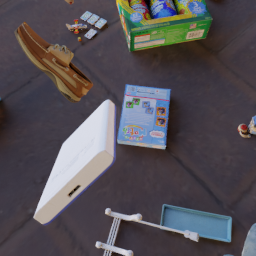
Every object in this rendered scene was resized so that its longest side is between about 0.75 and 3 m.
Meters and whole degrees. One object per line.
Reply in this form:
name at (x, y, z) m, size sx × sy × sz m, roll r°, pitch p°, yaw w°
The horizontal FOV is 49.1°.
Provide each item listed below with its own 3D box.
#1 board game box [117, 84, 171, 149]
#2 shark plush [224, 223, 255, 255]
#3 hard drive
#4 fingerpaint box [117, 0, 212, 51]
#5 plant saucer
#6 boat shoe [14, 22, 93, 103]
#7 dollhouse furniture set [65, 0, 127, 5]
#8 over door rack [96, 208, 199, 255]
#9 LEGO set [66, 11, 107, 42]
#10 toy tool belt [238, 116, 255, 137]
board game box at (0.527, -0.382, 8.797) m, size 1.471 × 0.356 × 1.945 m, roll 7°, pitch 67°, yaw 3°
shark plush at (2.821, 3.269, 6.173) m, size 1.297 × 2.855 × 1.189 m, roll 25°, pitch 109°, yaw 20°
hard drive at (-0.766, 0.401, 4.704) m, size 0.279 × 2.196 × 1.449 m, roll 42°, pitch 105°, yaw -17°
fingerpaint box at (1.192, -4.245, 10.052) m, size 2.880 × 1.056 × 2.403 m, roll -11°, pitch 68°, yaw -4°
plant saucer at (1.847, 2.594, 7.651) m, size 1.895 × 0.180 × 0.663 m, roll 9°, pitch 68°, yaw 5°
boat shoe at (-1.769, -1.705, 7.073) m, size 0.852 × 2.307 × 0.873 m, roll -34°, pitch 32°, yaw 10°
dollhouse furniture set at (-0.789, -3.665, 7.020) m, size 1.297 × 1.840 × 1.289 m, roll -15°, pitch 71°, yaw 24°
over door rack at (0.405, 3.221, 6.940) m, size 2.584 × 0.861 × 1.909 m, roll 13°, pitch 68°, yaw 10°
LEGO set at (-1.572, -3.769, 10.267) m, size 0.993 × 0.326 × 1.330 m, roll 33°, pitch 71°, yaw 17°
toy tool belt at (4.009, -0.115, 8.497) m, size 1.145 × 0.704 × 0.715 m, roll -2°, pitch 67°, yaw -1°
